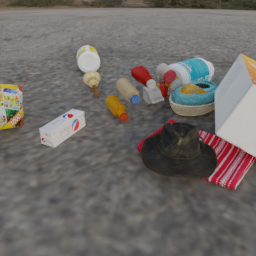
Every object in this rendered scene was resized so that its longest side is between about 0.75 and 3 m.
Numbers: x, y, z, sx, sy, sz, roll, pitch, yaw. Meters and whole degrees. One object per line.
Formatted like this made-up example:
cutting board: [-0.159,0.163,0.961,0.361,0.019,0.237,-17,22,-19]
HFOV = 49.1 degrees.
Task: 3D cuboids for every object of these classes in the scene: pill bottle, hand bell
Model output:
pill bottle: [2.416,-2.045,10.918,2.206,1.222,1.222,-23,36,-35]
hand bell: [-1.296,-1.600,10.963,0.716,0.716,1.374,-8,42,-14]
pill bottle: [-1.964,-3.427,13.697,1.060,1.060,1.892,-5,28,-9]

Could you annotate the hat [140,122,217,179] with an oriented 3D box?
hat: [1.234,0.321,6.521,1.989,0.802,1.989,5,28,-2]

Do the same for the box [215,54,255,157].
box: [3.444,-0.601,7.310,1.848,1.448,2.971,28,31,1]

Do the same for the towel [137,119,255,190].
towel: [1.741,0.531,7.096,2.579,0.290,1.865,20,35,33]

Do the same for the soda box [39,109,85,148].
soda box: [-1.808,-0.030,7.916,0.464,0.496,1.458,13,31,23]

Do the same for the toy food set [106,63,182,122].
toy food set: [0.697,-1.214,9.120,2.718,1.297,1.223,-16,40,-16]

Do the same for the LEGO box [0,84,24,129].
LEGO box: [-3.646,-0.578,7.600,0.634,1.223,1.643,2,7,19]

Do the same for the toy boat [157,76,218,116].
toy boat: [1.915,-1.294,9.598,2.075,1.147,2.468,-24,36,-36]
